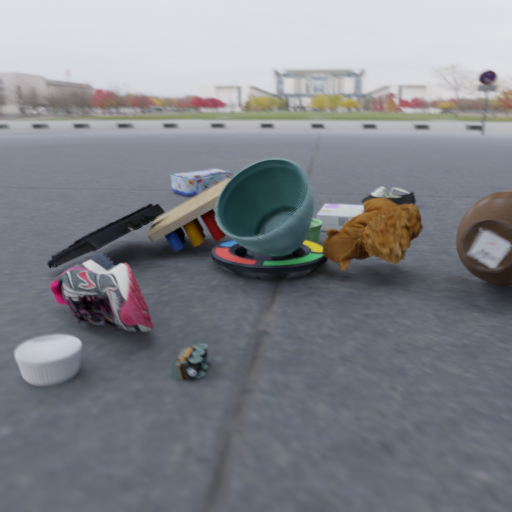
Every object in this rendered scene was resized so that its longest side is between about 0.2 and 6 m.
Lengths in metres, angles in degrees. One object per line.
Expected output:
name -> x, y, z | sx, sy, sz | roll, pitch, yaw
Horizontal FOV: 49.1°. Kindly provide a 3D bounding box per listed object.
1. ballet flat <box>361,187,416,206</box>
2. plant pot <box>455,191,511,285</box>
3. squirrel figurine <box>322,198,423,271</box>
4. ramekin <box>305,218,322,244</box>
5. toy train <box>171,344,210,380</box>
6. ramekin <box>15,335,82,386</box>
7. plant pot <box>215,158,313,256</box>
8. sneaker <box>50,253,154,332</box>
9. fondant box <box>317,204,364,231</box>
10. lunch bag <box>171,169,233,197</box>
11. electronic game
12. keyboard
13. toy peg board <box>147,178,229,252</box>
ballet flat -> 3.706, -1.665, 15.694 | 1.506, 0.515, 0.512 | 5, 18, 18
plant pot -> 3.619, -0.199, 8.348 | 1.513, 1.513, 1.619 | 10, 11, 31
squirrel figurine -> 1.901, -0.345, 9.379 | 1.498, 1.136, 1.605 | -17, 3, -27
ramekin -> 0.863, -0.470, 11.548 | 0.986, 0.481, 0.986 | 0, 16, 0
toy train -> -0.727, 1.175, 6.244 | 0.345, 0.258, 0.605 | -7, 15, 9
ramekin -> -2.261, 1.151, 6.147 | 0.696, 0.324, 0.696 | 0, 16, 0
plant pot -> 0.262, -0.647, 9.141 | 1.577, 1.056, 1.577 | -13, 53, 18
sneaker -> -2.019, 0.596, 7.341 | 0.834, 0.900, 2.233 | -27, 20, -26
fondant box -> 2.011, -0.905, 13.235 | 0.993, 0.401, 1.376 | 4, 15, 14
lunch bag -> -1.700, -2.342, 17.790 | 1.860, 0.703, 1.490 | -11, 17, -32
electronic game -> 0.246, -0.042, 10.125 | 2.108, 0.439, 2.108 | 0, 16, 0
keyboard -> -2.583, -0.505, 10.391 | 1.561, 0.334, 2.600 | -20, 12, 22
toy peg board -> -1.098, -0.655, 11.349 | 1.862, 0.915, 1.870 | -30, 14, 1
